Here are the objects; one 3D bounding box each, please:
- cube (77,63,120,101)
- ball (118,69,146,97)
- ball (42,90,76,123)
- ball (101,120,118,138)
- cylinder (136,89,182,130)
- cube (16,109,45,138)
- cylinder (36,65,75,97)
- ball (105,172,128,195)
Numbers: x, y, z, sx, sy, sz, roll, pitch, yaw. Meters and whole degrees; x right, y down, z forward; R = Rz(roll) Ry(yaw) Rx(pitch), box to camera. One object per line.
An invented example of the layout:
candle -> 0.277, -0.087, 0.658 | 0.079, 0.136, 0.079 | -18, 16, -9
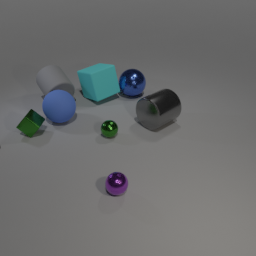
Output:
cube -> -1.451, -2.301, 13.895 | 1.400, 1.400, 1.400 | -28, 29, -29
ball -> 0.213, -2.304, 14.250 | 1.400, 1.400, 1.400 | 0, 32, 0
ball -> -2.935, -0.922, 11.972 | 1.400, 1.400, 1.400 | 0, 32, 0
ball -> -0.737, 0.029, 11.144 | 0.700, 0.700, 0.700 | 0, 32, 0
cylinder -> 1.284, -0.798, 11.786 | 1.400, 1.400, 1.400 | -27, 41, -36
cube -> -3.893, -0.191, 11.242 | 0.700, 0.700, 0.700 | 39, 28, -17
cylinder -> -3.480, -2.051, 13.428 | 1.400, 1.400, 1.400 | -21, 58, -30
ball -> -0.339, 1.676, 8.475 | 0.700, 0.700, 0.700 | 0, 32, 0
